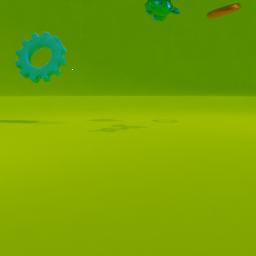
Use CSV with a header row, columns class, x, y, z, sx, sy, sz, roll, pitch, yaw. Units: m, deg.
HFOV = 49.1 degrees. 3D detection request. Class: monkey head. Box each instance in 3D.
class,x,y,z,sx,sy,sz,roll,pitch,yaw
monkey head,1.118,-4.190,9.395,1.431,1.030,0.863,38,-28,-3

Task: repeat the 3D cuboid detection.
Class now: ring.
class,x,y,z,sx,sy,sz,roll,pitch,yaw
ring,3.117,-3.823,9.139,1.092,0.218,1.092,-16,19,6

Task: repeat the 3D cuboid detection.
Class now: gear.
class,x,y,z,sx,sy,sz,roll,pitch,yaw
gear,-2.901,-2.350,9.339,1.686,1.686,0.312,1,-12,9
